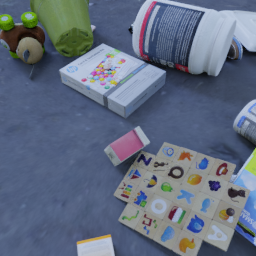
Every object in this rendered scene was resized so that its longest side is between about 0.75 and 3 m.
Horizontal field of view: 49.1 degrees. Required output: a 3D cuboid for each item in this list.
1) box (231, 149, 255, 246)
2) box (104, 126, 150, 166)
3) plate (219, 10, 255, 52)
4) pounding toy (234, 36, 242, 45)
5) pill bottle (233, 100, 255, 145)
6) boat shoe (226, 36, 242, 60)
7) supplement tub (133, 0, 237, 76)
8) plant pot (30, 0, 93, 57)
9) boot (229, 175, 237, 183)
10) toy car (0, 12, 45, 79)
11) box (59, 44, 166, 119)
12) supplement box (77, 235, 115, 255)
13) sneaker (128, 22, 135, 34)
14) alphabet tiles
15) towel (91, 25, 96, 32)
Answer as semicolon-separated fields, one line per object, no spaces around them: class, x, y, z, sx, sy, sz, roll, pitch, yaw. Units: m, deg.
box;2.868;1.338;5.782;1.339;0.523;2.196;37;73;20
box;-0.029;0.445;6.772;0.918;0.587;0.500;-32;85;-25
plate;4.925;-3.724;10.510;2.528;0.409;2.522;-4;50;-21
pounding toy;4.261;-3.773;10.831;1.170;0.609;1.331;0;47;0
pill bottle;3.630;0.137;6.958;0.985;0.985;1.731;-30;54;-25
boat shoe;3.336;-2.965;10.086;0.743;0.741;2.052;-14;39;-6
supplement tub;1.771;-2.927;9.087;2.858;2.006;2.006;22;51;19
plant pot;-2.146;-3.740;9.955;2.192;2.192;2.081;-16;64;-14
boot;2.394;1.342;6.320;1.084;0.399;0.518;8;58;14
toy car;-3.431;-2.578;9.261;1.466;1.526;1.858;-11;60;-10
box;-0.474;-1.612;8.887;2.674;0.551;2.085;30;54;26
supplement box;-0.531;2.584;5.101;0.668;0.389;1.059;-9;48;-8
sneaker;0.180;-4.047;11.314;0.377;0.277;0.832;-5;49;-9
alphabet tiles;1.033;1.373;5.885;2.569;0.081;2.138;18;61;32
towel;-1.914;-3.909;11.271;0.938;0.158;0.982;14;49;14
